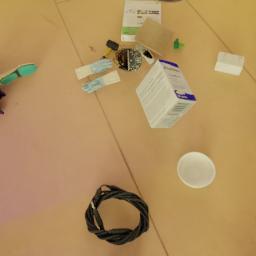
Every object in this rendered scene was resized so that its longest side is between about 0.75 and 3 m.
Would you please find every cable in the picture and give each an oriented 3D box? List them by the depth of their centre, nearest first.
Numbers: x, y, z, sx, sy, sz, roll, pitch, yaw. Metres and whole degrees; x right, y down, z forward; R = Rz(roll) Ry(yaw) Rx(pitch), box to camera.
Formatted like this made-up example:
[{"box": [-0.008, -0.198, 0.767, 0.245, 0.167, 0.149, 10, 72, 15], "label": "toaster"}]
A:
[{"box": [-0.351, 2.972, 9.460, 2.231, 0.567, 1.820, 24, 62, 16], "label": "cable"}]

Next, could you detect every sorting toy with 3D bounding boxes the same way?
[{"box": [1.607, -4.300, 13.787, 2.341, 0.345, 1.730, 29, 68, -1], "label": "sorting toy"}]

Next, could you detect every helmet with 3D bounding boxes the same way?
[{"box": [0.116, -3.077, 12.667, 1.084, 1.137, 1.137, 7, 57, 32], "label": "helmet"}]

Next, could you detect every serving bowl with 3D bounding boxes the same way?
[{"box": [2.518, 1.613, 10.479, 1.396, 0.459, 1.396, 0, 60, 1], "label": "serving bowl"}]

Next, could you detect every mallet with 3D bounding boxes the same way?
[{"box": [-1.027, -3.475, 13.590, 0.619, 0.387, 1.878, 21, 68, 3], "label": "mallet"}]

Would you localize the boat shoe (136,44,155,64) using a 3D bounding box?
[{"box": [0.813, -3.661, 13.545, 0.473, 0.432, 1.314, -32, 69, -4], "label": "boat shoe"}]

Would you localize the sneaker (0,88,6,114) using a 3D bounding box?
[{"box": [-6.041, -1.804, 12.318, 1.286, 1.094, 2.939, -2, 68, -18], "label": "sneaker"}]

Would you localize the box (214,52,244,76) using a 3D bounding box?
[{"box": [4.753, -3.028, 13.151, 1.171, 0.571, 0.729, 16, 60, 10], "label": "box"}]

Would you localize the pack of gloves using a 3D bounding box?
[{"box": [-1.392, -2.379, 12.983, 1.793, 0.354, 1.507, -21, 65, -2], "label": "pack of gloves"}]

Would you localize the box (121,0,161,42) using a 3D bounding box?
[{"box": [0.726, -5.647, 14.756, 2.026, 0.510, 2.807, 3, 58, 2], "label": "box"}]

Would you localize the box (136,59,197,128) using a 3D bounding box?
[{"box": [1.457, -1.329, 11.246, 1.074, 1.882, 2.047, 1, 55, -34], "label": "box"}]

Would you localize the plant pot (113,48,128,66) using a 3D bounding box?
[{"box": [-0.110, -3.462, 13.643, 1.288, 0.177, 1.288, 0, 59, 1], "label": "plant pot"}]

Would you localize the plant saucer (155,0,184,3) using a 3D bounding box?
[{"box": [1.032, -5.200, 8.881, 2.721, 0.469, 2.721, 1, 86, -21], "label": "plant saucer"}]

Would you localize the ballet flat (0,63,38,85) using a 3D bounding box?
[{"box": [-5.114, -2.606, 12.903, 1.861, 0.628, 0.580, -28, 54, -16], "label": "ballet flat"}]
